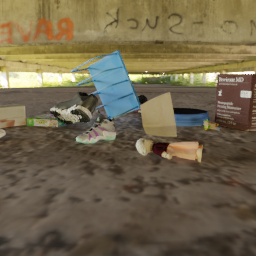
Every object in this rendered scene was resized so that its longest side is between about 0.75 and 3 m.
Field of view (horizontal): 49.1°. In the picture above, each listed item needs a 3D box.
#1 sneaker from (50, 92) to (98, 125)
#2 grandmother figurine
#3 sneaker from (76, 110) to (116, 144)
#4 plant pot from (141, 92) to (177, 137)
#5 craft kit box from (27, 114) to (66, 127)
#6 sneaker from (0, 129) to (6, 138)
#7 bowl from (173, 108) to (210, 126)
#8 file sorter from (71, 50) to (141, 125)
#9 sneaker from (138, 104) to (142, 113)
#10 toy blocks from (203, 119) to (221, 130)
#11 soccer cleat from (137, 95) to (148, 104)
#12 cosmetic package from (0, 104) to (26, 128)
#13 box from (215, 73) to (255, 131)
[{"bbox_3d":[-1.989,-0.798,10.647,2.650,0.881,1.199,1,51,49],"label":"sneaker"},{"bbox_3d":[1.049,0.537,7.287,1.700,0.515,1.031,6,3,15],"label":"grandmother figurine"},{"bbox_3d":[-1.029,-0.064,8.968,1.427,0.998,0.555,-9,15,-40],"label":"sneaker"},{"bbox_3d":[1.019,-0.356,9.446,1.050,1.185,1.186,-9,-22,7],"label":"plant pot"},{"bbox_3d":[-3.370,-0.341,12.249,1.436,0.353,1.454,0,10,13],"label":"craft kit box"},{"bbox_3d":[-4.907,0.043,9.046,1.729,0.765,0.651,-3,10,-18],"label":"sneaker"},{"bbox_3d":[2.422,-0.559,12.850,2.584,0.507,2.584,0,11,0],"label":"bowl"},{"bbox_3d":[-0.958,-1.614,11.683,1.788,2.577,1.581,-18,7,35],"label":"file sorter"},{"bbox_3d":[1.158,-1.186,15.920,1.302,0.576,0.524,-7,11,-36],"label":"sneaker"},{"bbox_3d":[3.333,-0.105,11.052,0.545,0.398,0.797,11,12,-1],"label":"toy blocks"},{"bbox_3d":[0.007,-1.281,16.270,2.539,0.866,0.929,-19,-10,-37],"label":"soccer cleat"},{"bbox_3d":[-5.321,-0.464,11.421,1.968,0.859,1.017,-10,15,-42],"label":"cosmetic package"},{"bbox_3d":[4.839,-1.126,11.415,1.775,2.161,1.793,-6,12,-27],"label":"box"}]
